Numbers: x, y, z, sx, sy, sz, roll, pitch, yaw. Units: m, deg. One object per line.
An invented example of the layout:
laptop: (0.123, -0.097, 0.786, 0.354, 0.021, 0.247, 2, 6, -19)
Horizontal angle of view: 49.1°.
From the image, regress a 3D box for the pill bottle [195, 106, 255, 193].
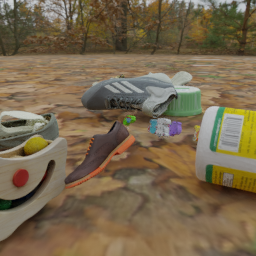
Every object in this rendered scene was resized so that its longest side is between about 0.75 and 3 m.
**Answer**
pill bottle: (2.212, 0.402, 4.159, 2.190, 1.235, 1.235, 9, 20, 23)

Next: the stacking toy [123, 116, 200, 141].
stacking toy: (0.829, 0.021, 6.505, 1.285, 0.400, 1.704, 9, 0, -34)

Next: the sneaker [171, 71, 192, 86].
sneaker: (1.854, -1.649, 10.779, 1.514, 0.640, 0.568, -32, 68, -32)

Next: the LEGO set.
LEGO set: (-0.103, -1.275, 9.473, 0.959, 0.419, 1.477, -36, 73, -24)

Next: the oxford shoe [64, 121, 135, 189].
oxford shoe: (-0.451, 0.357, 3.871, 1.209, 0.439, 0.430, -40, 7, -31)

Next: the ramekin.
ramekin: (1.684, -0.936, 9.282, 1.543, 0.754, 1.543, 0, 18, 0)

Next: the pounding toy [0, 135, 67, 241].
pounding toy: (-1.786, 0.597, 3.394, 1.149, 1.145, 2.003, 6, 25, 30)

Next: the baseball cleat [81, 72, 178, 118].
baseball cleat: (0.067, -0.856, 8.146, 2.795, 0.975, 1.488, -17, 51, -4)

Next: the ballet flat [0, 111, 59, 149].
ballet flat: (-2.730, 0.061, 5.650, 2.604, 0.829, 0.877, -7, 35, -21)
